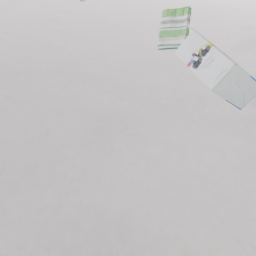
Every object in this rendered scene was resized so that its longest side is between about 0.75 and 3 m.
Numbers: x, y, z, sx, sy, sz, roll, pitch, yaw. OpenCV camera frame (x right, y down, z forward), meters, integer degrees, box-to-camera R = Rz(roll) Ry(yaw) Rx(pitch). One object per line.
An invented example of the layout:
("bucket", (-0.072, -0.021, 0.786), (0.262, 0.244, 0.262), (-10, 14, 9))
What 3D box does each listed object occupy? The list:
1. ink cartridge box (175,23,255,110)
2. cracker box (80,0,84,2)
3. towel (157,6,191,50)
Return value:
("ink cartridge box", (1.493, -1.132, 4.997), (0.947, 0.558, 1.644), (22, 28, -37))
("cracker box", (-0.704, -3.793, 6.450), (1.525, 1.022, 0.440), (-40, 69, -14))
("towel", (1.338, -2.920, 8.200), (0.927, 1.243, 0.191), (5, -5, 27))
